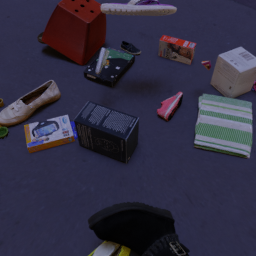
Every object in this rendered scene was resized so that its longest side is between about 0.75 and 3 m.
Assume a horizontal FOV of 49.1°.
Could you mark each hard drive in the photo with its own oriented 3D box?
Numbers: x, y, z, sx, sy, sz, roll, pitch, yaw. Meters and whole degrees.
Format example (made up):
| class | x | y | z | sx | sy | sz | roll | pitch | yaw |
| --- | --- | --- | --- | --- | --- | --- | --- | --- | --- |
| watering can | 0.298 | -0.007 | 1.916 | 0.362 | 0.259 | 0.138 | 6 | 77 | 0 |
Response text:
| class | x | y | z | sx | sy | sz | roll | pitch | yaw |
| --- | --- | --- | --- | --- | --- | --- | --- | --- | --- |
| hard drive | -0.825 | -2.862 | 13.014 | 1.549 | 0.419 | 2.217 | 21 | 53 | 17 |

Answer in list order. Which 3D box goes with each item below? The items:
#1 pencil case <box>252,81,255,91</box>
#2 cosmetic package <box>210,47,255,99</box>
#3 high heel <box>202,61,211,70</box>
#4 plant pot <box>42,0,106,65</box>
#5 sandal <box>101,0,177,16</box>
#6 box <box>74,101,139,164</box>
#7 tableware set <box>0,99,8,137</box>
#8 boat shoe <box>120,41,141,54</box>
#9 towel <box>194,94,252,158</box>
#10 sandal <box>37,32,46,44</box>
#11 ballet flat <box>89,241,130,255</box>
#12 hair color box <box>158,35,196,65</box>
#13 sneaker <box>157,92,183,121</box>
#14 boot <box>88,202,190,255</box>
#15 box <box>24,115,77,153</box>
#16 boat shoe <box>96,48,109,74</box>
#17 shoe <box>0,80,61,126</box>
| class | x | y | z | sx | sy | sz | roll | pitch | yaw |
| --- | --- | --- | --- | --- | --- | --- | --- | --- | --- |
| pencil case | 5.777 | -2.063 | 11.582 | 0.716 | 1.577 | 0.739 | -21 | 68 | -12 |
| cosmetic package | 4.510 | -2.291 | 11.785 | 1.283 | 1.542 | 1.291 | -24 | 54 | -19 |
| high heel | 3.061 | -2.423 | 10.947 | 0.269 | 0.383 | 0.798 | 4 | 16 | 27 |
| plant pot | -2.346 | -4.885 | 13.179 | 2.383 | 2.102 | 2.386 | 31 | 54 | -1 |
| sandal | 0.384 | -4.240 | 9.586 | 2.640 | 0.649 | 1.074 | -1 | 15 | -4 |
| box | -0.707 | 0.153 | 9.766 | 1.964 | 1.458 | 1.051 | 20 | 53 | 15 |
| tableware set | -5.250 | -0.379 | 10.983 | 1.355 | 0.309 | 2.011 | -7 | 49 | -7 |
| boat shoe | 0.123 | -4.024 | 14.036 | 1.203 | 0.374 | 0.449 | 30 | 54 | 22 |
| towel | 3.692 | -0.186 | 10.829 | 2.134 | 0.327 | 2.797 | 12 | 50 | 10 |
| sandal | -3.428 | -4.646 | 14.411 | 1.094 | 0.731 | 2.677 | 25 | 39 | 19 |
| ballet flat | -1.046 | 3.694 | 7.111 | 2.774 | 0.930 | 0.927 | -36 | 57 | -26 |
| hair color box | 2.333 | -3.746 | 13.431 | 1.674 | 0.929 | 0.535 | 19 | 53 | 16 |
| sneaker | 1.713 | -1.014 | 11.340 | 0.691 | 0.587 | 1.593 | 25 | 54 | 21 |
| boot | 0.525 | 3.049 | 6.781 | 2.973 | 1.119 | 2.222 | 18 | 37 | -37 |
| box | -2.829 | 0.165 | 10.474 | 1.907 | 0.395 | 1.135 | -17 | 51 | -11 |
| boat shoe | -0.912 | -2.394 | 10.060 | 0.316 | 0.367 | 1.018 | 16 | 80 | -16 |
| shoe | -3.993 | -1.063 | 11.240 | 2.759 | 0.737 | 0.965 | -36 | 58 | -28 |
